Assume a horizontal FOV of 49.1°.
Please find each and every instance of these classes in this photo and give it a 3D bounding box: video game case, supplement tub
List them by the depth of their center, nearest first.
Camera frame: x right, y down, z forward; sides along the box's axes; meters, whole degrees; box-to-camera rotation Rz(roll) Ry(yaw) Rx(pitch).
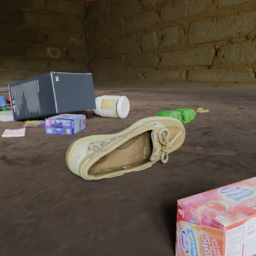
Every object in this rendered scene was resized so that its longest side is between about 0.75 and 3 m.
[{"bbox_3d":[-0.757,-0.984,12.953,1.424,1.028,1.028,5,12,26],"label":"supplement tub"},{"bbox_3d":[-5.284,-0.638,13.269,1.958,0.237,2.151,10,14,40],"label":"video game case"}]

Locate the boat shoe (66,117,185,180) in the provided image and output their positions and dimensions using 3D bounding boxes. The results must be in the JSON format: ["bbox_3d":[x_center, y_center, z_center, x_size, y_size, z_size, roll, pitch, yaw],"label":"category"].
[{"bbox_3d":[0.188,0.466,5.722,2.783,1.020,0.872,-17,22,-27],"label":"boat shoe"}]

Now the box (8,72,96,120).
[{"bbox_3d":[-3.166,-1.294,11.768,2.932,1.569,2.176,-6,3,37],"label":"box"}]

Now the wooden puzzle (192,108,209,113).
[{"bbox_3d":[4.004,-1.020,15.565,0.867,0.150,1.285,-4,11,-19],"label":"wooden puzzle"}]

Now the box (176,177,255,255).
[{"bbox_3d":[1.240,1.049,3.048,1.371,0.703,0.649,-7,13,-31],"label":"box"}]

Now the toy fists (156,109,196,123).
[{"bbox_3d":[2.019,-0.461,11.480,1.731,0.595,0.882,-9,7,-33],"label":"toy fists"}]

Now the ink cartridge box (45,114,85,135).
[{"bbox_3d":[-2.193,-0.118,9.732,0.986,0.552,1.446,2,13,14],"label":"ink cartridge box"}]

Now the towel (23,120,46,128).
[{"bbox_3d":[-3.418,-0.163,11.026,1.297,0.148,0.932,-2,10,-16],"label":"towel"}]

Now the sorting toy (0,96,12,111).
[{"bbox_3d":[-6.604,-1.164,15.038,2.108,0.865,1.267,-15,-1,-13],"label":"sorting toy"}]

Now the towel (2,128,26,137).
[{"bbox_3d":[-3.791,0.149,9.360,0.688,0.141,0.940,-4,11,-16],"label":"towel"}]
